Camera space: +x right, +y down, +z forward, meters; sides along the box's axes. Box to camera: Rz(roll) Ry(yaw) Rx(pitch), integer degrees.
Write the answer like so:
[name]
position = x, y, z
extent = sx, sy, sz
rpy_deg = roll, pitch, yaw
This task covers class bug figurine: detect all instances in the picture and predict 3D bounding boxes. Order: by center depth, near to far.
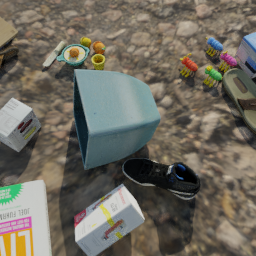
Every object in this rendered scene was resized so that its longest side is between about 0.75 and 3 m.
[bug figurine]
position = 2.648, -2.188, 8.990
extent = 1.901, 0.489, 1.474
rpy_deg = -40, 68, -20

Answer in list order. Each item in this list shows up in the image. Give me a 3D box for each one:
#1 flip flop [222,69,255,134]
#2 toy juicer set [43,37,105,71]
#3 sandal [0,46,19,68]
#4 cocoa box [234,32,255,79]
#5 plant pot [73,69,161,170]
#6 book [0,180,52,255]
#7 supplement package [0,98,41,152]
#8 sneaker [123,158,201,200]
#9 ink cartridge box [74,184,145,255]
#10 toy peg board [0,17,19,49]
[flip flop]
position = 3.731, -0.787, 8.037
extent = 1.104, 0.784, 2.723
rpy_deg = -20, 63, -11
[toy juicer set]
position = -1.702, -2.560, 9.160
extent = 2.037, 0.554, 1.296
rpy_deg = 4, 61, 3
[sandal]
position = -4.107, -2.172, 9.039
extent = 1.413, 0.578, 0.386
rpy_deg = -36, 88, -26
[cocoa box]
position = 4.360, -2.442, 8.839
extent = 1.505, 0.988, 1.004
rpy_deg = -23, 63, -12
[plant pot]
position = -0.299, -0.263, 7.230
extent = 1.932, 1.892, 1.897
rpy_deg = -7, 61, -17
[book]
position = -2.679, 2.696, 6.264
extent = 1.857, 0.668, 2.780
rpy_deg = -11, 60, -10
[supplement package]
position = -3.022, -0.068, 7.549
extent = 0.721, 0.938, 0.981
rpy_deg = 27, 64, 14
[sneaker]
position = 0.822, 1.041, 6.833
extent = 1.985, 1.110, 0.725
rpy_deg = 18, 63, 10
[ink cartridge box]
position = -0.436, 1.963, 6.073
extent = 1.365, 0.991, 0.569
rpy_deg = -34, 107, -2
[toy peg board]
position = -4.582, -3.121, 9.553
extent = 1.203, 0.591, 1.208
rpy_deg = 39, 68, 2
